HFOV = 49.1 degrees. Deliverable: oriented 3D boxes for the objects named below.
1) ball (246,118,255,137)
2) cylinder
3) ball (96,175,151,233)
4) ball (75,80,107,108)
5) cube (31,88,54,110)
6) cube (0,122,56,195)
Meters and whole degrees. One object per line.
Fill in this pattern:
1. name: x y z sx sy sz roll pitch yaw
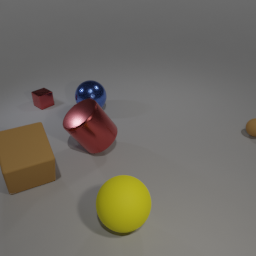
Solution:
1. ball: 4.886 -0.021 10.725 0.700 0.700 0.700 0 33 0
2. cylinder: -1.297 -0.054 9.746 1.400 1.400 1.400 -22 40 20
3. ball: -0.111 1.899 7.078 1.400 1.400 1.400 0 33 0
4. ball: -1.654 -1.412 12.440 1.400 1.400 1.400 0 33 0
5. cube: -3.939 -1.365 12.975 0.700 0.700 0.700 27 41 35
6. cube: -3.063 0.898 8.389 1.400 1.400 1.400 -15 58 -23
